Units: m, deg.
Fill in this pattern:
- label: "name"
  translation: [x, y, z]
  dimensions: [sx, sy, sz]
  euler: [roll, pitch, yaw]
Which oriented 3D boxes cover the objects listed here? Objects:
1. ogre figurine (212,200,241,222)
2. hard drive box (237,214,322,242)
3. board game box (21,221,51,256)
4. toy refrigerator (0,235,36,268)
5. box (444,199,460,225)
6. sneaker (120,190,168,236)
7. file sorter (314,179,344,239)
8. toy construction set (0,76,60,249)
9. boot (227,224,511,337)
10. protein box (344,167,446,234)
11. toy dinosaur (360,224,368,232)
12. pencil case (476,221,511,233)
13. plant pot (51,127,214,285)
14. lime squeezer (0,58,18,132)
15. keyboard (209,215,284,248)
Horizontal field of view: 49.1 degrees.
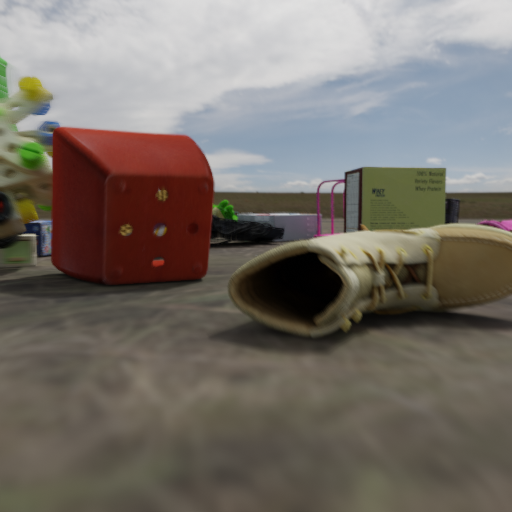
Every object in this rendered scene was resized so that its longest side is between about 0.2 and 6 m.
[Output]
- label: "ogre figurine"
  translation: [-2.333, -1.283, 16.934]
  dimensions: [3.807, 1.868, 2.283]
  euler: [-20, 33, -30]
- label: "hard drive box"
  translation: [0.715, -0.863, 16.844]
  dimensions: [2.060, 0.791, 1.605]
  euler: [-5, 7, -43]
- label: "board game box"
  translation: [-4.622, -0.432, 12.407]
  dimensions: [2.251, 0.694, 2.250]
  euler: [2, 4, 29]
- label: "toy refrigerator"
  translation: [-4.360, -0.072, 9.190]
  dimensions: [1.382, 0.525, 0.484]
  euler: [-2, 5, -22]
- label: "box"
  translation: [4.112, -0.795, 13.545]
  dimensions: [0.302, 1.197, 1.675]
  euler: [0, 6, -32]
- label: "sneaker"
  translation: [-2.142, -0.382, 10.936]
  dimensions: [2.513, 1.132, 0.942]
  euler: [-32, 40, -24]
- label: "file sorter"
  translation: [3.305, -1.296, 16.109]
  dimensions: [1.980, 1.787, 2.849]
  euler: [4, 6, 44]
- label: "toy construction set"
  translation: [-4.683, -1.107, 8.616]
  dimensions: [3.815, 2.501, 1.757]
  euler: [-25, -22, -4]
- label: "boot"
  translation: [1.068, 0.169, 4.636]
  dimensions: [2.244, 0.817, 1.744]
  euler: [1, 5, 24]
- label: "protein box"
  translation: [2.779, -0.887, 11.417]
  dimensions: [1.744, 1.757, 1.185]
  euler: [-1, 5, -9]
- label: "toy dinosaur"
  translation: [2.282, -0.128, 8.843]
  dimensions: [1.268, 0.721, 2.387]
  euler: [0, 5, -7]
- label: "pencil case"
  translation: [4.004, -0.092, 7.564]
  dimensions: [2.095, 0.951, 0.981]
  euler: [-3, 25, -14]
- label: "plant pot"
  translation: [-1.600, -0.582, 7.673]
  dimensions: [2.061, 2.059, 1.816]
  euler: [-2, 18, -27]
- label: "lime squeezer"
  translation: [-4.802, -1.405, 9.904]
  dimensions: [0.752, 3.984, 1.407]
  euler: [36, 12, 18]
- label: "keyboard"
  translation: [-1.193, -0.507, 14.283]
  dimensions: [3.946, 0.782, 2.054]
  euler: [5, -8, -29]
